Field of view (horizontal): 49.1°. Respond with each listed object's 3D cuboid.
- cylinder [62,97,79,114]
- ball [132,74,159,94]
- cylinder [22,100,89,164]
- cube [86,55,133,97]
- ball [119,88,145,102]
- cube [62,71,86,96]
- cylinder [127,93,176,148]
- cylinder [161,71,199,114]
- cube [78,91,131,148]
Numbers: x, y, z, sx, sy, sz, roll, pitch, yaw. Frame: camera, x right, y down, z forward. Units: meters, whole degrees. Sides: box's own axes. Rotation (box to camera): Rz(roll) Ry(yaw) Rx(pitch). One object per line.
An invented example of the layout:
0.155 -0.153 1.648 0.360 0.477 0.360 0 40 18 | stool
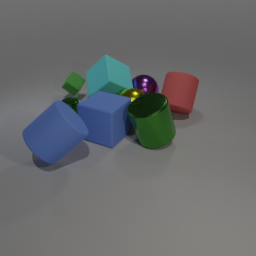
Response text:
-2.390 -0.848 11.745 0.700 0.700 0.700 -1 29 1 | cylinder
0.688 -1.694 12.582 1.400 1.400 1.400 0 29 0 | ball
-2.157 0.124 8.441 1.400 1.400 1.400 -40 32 7 | cylinder
-0.804 -2.001 12.116 1.400 1.400 1.400 18 52 -42 | cube
0.163 -0.871 11.072 1.400 1.400 1.400 0 29 0 | ball
-2.526 -2.056 13.009 0.700 0.700 0.700 -24 36 53 | cube
0.828 -0.260 9.626 1.400 1.400 1.400 -14 36 11 | cylinder
2.095 -1.437 11.587 1.400 1.400 1.400 15 -5 1 | cylinder
-0.813 -0.352 10.138 1.400 1.400 1.400 15 33 24 | cube
